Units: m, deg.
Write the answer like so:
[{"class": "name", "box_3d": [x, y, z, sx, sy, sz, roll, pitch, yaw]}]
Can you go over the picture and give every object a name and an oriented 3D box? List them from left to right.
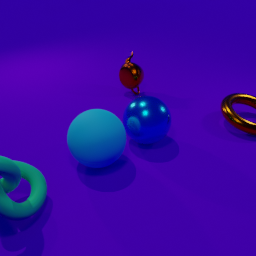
[{"class": "knot shape", "box_3d": [-2.411, 0.967, 5.344, 0.927, 1.877, 2.005, -55, 16, -11]}, {"class": "ball", "box_3d": [-0.736, 0.246, 6.663, 1.391, 1.391, 1.391, 0, 33, 0]}, {"class": "teapot", "box_3d": [0.162, -1.940, 10.021, 0.962, 1.547, 0.757, -3, 13, 45]}, {"class": "ball", "box_3d": [0.504, -0.211, 7.473, 1.303, 1.303, 1.303, 0, 33, 0]}, {"class": "ring", "box_3d": [3.635, -0.444, 8.381, 1.761, 0.352, 1.761, 7, 43, -6]}]
